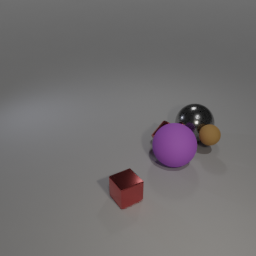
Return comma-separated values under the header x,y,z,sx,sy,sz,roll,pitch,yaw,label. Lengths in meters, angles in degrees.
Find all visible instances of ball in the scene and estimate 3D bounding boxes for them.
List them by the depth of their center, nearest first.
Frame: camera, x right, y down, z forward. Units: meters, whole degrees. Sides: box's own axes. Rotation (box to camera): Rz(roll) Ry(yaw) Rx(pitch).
x,y,z,sx,sy,sz,roll,pitch,yaw,label
1.476,0.541,8.898,1.400,1.400,1.400,0,30,0,ball
2.712,0.231,9.292,0.700,0.700,0.700,0,30,0,ball
2.425,-0.189,10.210,1.400,1.400,1.400,0,30,0,ball

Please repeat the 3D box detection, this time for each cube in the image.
x,y,z,sx,sy,sz,roll,pitch,yaw,label
-0.051,1.660,7.685,0.700,0.700,0.700,-17,34,-27,cube

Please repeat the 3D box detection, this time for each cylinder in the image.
x,y,z,sx,sy,sz,roll,pitch,yaw,label
1.310,0.215,9.957,0.700,0.700,0.700,-49,46,-9,cylinder
